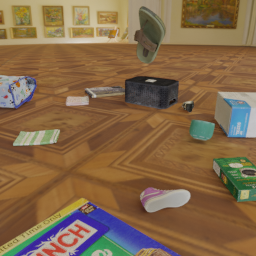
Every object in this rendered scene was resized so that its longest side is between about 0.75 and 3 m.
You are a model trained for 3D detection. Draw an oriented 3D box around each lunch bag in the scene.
[{"bbox_3d":[-5.667,-1.834,13.303,1.913,1.393,2.250,3,30,8],"label":"lunch bag"}]

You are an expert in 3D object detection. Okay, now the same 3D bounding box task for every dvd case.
[{"bbox_3d":[-1.172,-2.019,15.395,2.124,0.170,1.580,-9,23,-21],"label":"dvd case"}]

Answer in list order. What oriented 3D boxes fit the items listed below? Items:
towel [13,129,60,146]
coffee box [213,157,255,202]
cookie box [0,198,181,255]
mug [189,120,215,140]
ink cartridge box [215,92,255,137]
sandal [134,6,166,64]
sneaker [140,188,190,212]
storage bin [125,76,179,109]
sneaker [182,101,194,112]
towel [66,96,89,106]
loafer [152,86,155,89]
[{"bbox_3d":[-3.052,0.309,9.480,1.354,0.158,1.033,-2,22,-5],"label":"towel"},{"bbox_3d":[2.812,1.216,6.907,0.961,0.344,1.562,-3,21,-6],"label":"coffee box"},{"bbox_3d":[-0.498,2.236,3.360,2.698,1.014,2.308,17,29,38],"label":"cookie box"},{"bbox_3d":[2.507,0.105,9.306,0.935,0.578,0.768,13,-2,-11],"label":"mug"},{"bbox_3d":[4.820,-0.527,10.219,2.758,1.155,2.001,1,21,2],"label":"ink cartridge box"},{"bbox_3d":[0.710,-3.332,10.755,1.144,2.882,0.822,37,69,15],"label":"sandal"},{"bbox_3d":[0.794,1.471,6.226,1.079,0.391,0.615,-6,19,-15],"label":"sneaker"},{"bbox_3d":[1.134,-1.776,13.533,2.331,1.093,1.576,15,26,31],"label":"storage bin"},{"bbox_3d":[2.605,-0.941,12.415,0.489,0.409,1.105,0,14,22],"label":"sneaker"},{"bbox_3d":[-2.459,-1.343,13.661,1.086,0.183,1.137,-3,21,-8],"label":"towel"},{"bbox_3d":[1.525,-2.330,15.519,0.702,0.650,1.867,10,24,24],"label":"loafer"}]
